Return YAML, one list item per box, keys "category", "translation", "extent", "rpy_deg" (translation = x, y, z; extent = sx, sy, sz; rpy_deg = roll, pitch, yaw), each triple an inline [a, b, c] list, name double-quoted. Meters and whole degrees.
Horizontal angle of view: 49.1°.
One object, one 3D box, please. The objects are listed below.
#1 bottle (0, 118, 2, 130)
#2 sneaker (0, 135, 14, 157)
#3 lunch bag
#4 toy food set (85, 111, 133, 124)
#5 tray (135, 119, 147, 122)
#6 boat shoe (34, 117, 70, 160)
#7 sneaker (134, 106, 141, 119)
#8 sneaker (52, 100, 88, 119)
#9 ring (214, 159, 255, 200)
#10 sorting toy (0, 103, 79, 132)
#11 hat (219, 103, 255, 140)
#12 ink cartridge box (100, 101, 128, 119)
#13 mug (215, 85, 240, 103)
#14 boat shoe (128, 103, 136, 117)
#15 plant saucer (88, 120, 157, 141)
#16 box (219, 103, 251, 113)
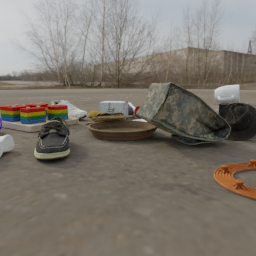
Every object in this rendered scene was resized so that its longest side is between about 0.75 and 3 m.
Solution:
- category: "bottle"
  translation: [-5.058, -0.010, 9.403]
  extent: [0.869, 0.679, 2.079]
  rpy_deg: [-1, 10, 2]
- category: "sneaker"
  translation: [-3.556, 0.541, 7.080]
  extent: [0.699, 0.594, 1.579]
  rpy_deg: [-11, 3, 6]
- category: "lunch bag"
  translation: [1.733, -0.328, 8.786]
  extent: [2.449, 1.440, 2.009]
  rpy_deg: [26, 2, -14]
- category: "toy food set"
  translation: [-0.821, -0.514, 11.332]
  extent: [1.581, 0.460, 2.291]
  rpy_deg: [-4, -3, -23]
- category: "tray"
  translation: [0.844, -0.203, 11.941]
  extent: [1.492, 0.165, 0.801]
  rpy_deg: [10, 15, 43]
- category: "boat shoe"
  translation: [-2.071, 0.206, 7.738]
  extent: [0.919, 0.845, 2.572]
  rpy_deg: [-2, 10, -10]
- category: "sneaker"
  translation: [1.118, -0.627, 13.481]
  extent: [0.946, 0.641, 1.637]
  rpy_deg: [2, 19, -43]
- category: "sneaker"
  translation: [-2.944, -0.872, 13.615]
  extent: [2.258, 0.915, 0.849]
  rpy_deg: [8, 11, 30]
- category: "ring"
  translation: [2.774, 0.958, 5.438]
  extent: [2.131, 0.204, 2.131]
  rpy_deg: [0, 11, 0]
- category: "sorting toy"
  translation: [-3.852, -0.563, 11.894]
  extent: [2.517, 0.876, 2.502]
  rpy_deg: [7, 12, 35]
- category: "hat"
  translation: [3.635, -0.362, 9.142]
  extent: [1.521, 1.521, 0.614]
  rpy_deg: [3, -31, 18]
- category: "ink cartridge box"
  translation: [-0.669, -0.859, 13.579]
  extent: [1.194, 0.863, 0.867]
  rpy_deg: [3, 11, 16]
- category: "mug"
  translation: [7.255, -2.350, 20.560]
  extent: [1.702, 1.433, 1.942]
  rpy_deg: [0, 21, 23]
- category: "boat shoe"
  translation: [-0.082, -0.930, 14.818]
  extent: [0.638, 0.673, 1.924]
  rpy_deg: [-1, 18, -15]
- category: "plant saucer"
  translation: [-0.189, 0.058, 9.957]
  extent: [2.474, 0.364, 2.474]
  rpy_deg: [-1, 10, 0]
- category: "box"
  translation: [3.831, -0.353, 10.150]
  extent: [1.074, 1.092, 0.677]
  rpy_deg: [4, 9, 17]
